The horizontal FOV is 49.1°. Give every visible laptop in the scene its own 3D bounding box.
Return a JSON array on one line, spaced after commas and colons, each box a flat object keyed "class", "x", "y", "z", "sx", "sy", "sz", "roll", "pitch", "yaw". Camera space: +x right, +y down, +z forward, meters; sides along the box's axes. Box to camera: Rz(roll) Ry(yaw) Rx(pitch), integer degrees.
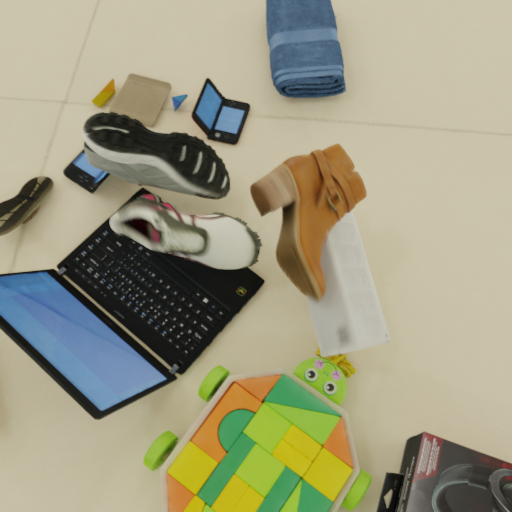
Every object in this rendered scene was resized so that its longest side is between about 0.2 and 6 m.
[{"class": "laptop", "x": -2.365, "y": 0.479, "z": 10.109, "sx": 3.478, "sy": 2.027, "sz": 3.925, "roll": 38, "pitch": 70, "yaw": 16}]

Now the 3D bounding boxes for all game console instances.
[{"class": "game console", "x": -0.771, "y": -3.261, "z": 12.637, "sx": 1.051, "sy": 0.724, "sz": 1.219, "roll": 14, "pitch": 65, "yaw": 7}, {"class": "game console", "x": -3.306, "y": -2.149, "z": 12.019, "sx": 1.288, "sy": 0.852, "sz": 1.464, "roll": 32, "pitch": 68, "yaw": 11}]

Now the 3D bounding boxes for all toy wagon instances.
[{"class": "toy wagon", "x": 0.298, "y": 3.196, "z": 9.447, "sx": 3.261, "sy": 0.832, "sz": 4.203, "roll": 34, "pitch": 69, "yaw": 15}]

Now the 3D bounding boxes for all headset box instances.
[{"class": "headset box", "x": 3.378, "y": 4.290, "z": 8.738, "sx": 3.014, "sy": 1.164, "sz": 2.243, "roll": 19, "pitch": 66, "yaw": 7}]

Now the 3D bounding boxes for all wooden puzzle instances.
[{"class": "wooden puzzle", "x": -2.714, "y": -3.646, "z": 13.120, "sx": 1.970, "sy": 0.230, "sz": 1.329, "roll": 23, "pitch": 71, "yaw": 11}]

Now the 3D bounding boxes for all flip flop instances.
[{"class": "flip flop", "x": -4.873, "y": -0.991, "z": 11.709, "sx": 0.722, "sy": 0.513, "sz": 1.781, "roll": 19, "pitch": 51, "yaw": 13}]

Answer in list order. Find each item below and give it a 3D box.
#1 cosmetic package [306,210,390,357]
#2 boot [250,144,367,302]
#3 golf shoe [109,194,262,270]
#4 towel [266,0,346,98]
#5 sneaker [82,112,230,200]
[{"class": "cosmetic package", "x": 1.392, "y": 0.129, "z": 10.225, "sx": 0.820, "sy": 1.337, "sz": 3.238, "roll": -24, "pitch": 72, "yaw": 36}, {"class": "boot", "x": 1.097, "y": -0.590, "z": 9.416, "sx": 1.825, "sy": 0.902, "sz": 2.351, "roll": -29, "pitch": 97, "yaw": -23}, {"class": "golf shoe", "x": -1.338, "y": -0.304, "z": 10.460, "sx": 2.867, "sy": 1.107, "sz": 1.263, "roll": 16, "pitch": 20, "yaw": 18}, {"class": "towel", "x": 1.139, "y": -5.148, "z": 13.542, "sx": 1.729, "sy": 0.752, "sz": 3.097, "roll": -3, "pitch": 65, "yaw": -1}, {"class": "sneaker", "x": -1.967, "y": -1.863, "z": 11.276, "sx": 3.053, "sy": 1.210, "sz": 1.128, "roll": 19, "pitch": 59, "yaw": -13}]
